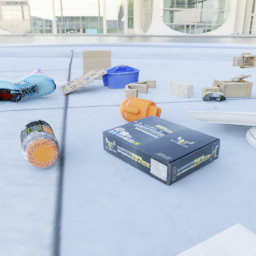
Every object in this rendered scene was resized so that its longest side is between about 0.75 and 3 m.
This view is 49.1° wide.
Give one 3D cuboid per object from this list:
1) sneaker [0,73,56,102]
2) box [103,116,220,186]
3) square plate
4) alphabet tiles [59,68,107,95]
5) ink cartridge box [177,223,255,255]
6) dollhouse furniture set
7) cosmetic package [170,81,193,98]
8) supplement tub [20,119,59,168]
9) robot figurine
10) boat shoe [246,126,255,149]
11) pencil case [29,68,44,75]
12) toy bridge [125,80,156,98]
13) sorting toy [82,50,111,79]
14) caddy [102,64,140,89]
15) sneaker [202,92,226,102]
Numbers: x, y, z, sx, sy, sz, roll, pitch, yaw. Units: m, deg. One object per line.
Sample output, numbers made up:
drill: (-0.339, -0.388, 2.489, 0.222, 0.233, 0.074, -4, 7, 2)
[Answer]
sneaker: (-3.994, -1.338, 10.594, 2.552, 1.000, 1.148, -10, 36, -8)
box: (0.679, 0.358, 6.135, 1.622, 0.525, 2.057, -17, 28, -36)
square plate: (3.031, -0.277, 7.469, 2.209, 0.314, 2.189, 6, 7, 42)
alphabet tiles: (-2.009, -2.126, 12.478, 2.148, 0.081, 1.796, -27, 25, -8)
ink cartridge box: (0.878, 1.685, 2.762, 1.800, 0.453, 0.981, -13, 24, -28)
dollhouse furniture set: (3.837, -2.131, 11.200, 1.959, 1.732, 1.089, -3, 20, -9)
cosmetic package: (2.194, -1.605, 11.543, 0.366, 0.518, 1.001, -14, 23, -32)
supplement tub: (-1.897, 0.322, 5.994, 0.746, 0.746, 1.218, -8, 22, -20)
robot figurine: (0.321, -0.499, 8.234, 1.307, 0.762, 0.940, 14, 44, 30)
boat shoe: (3.560, 0.269, 5.993, 0.920, 0.836, 2.503, -6, 21, -16)
pencil case: (-4.069, -2.061, 12.290, 0.825, 0.840, 1.965, 16, 18, -16)
toy bridge: (0.420, -1.722, 12.073, 0.889, 0.360, 2.645, 7, 20, 21)
sorting toy: (-1.643, -3.368, 15.050, 1.507, 1.498, 0.524, -1, 4, -3)
caddy: (-0.347, -2.490, 13.233, 1.913, 1.004, 1.353, -11, 22, -25)
sneaker: (3.283, -1.159, 10.594, 0.980, 0.362, 0.397, -7, 25, -15)
